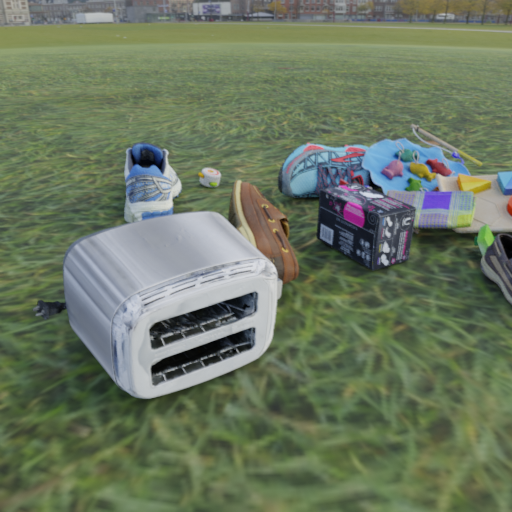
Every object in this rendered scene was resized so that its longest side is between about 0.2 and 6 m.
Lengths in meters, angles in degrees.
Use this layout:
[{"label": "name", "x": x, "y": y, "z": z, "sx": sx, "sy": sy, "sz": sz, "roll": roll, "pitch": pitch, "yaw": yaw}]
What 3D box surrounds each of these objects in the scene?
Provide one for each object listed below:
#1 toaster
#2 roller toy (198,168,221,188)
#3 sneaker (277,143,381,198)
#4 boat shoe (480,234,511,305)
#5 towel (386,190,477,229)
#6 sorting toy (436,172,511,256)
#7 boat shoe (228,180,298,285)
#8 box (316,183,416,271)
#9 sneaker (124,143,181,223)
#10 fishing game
[{"label": "toaster", "x": -1.066, "y": 0.536, "z": 6.831, "sx": 2.816, "sy": 1.600, "sz": 1.819, "roll": -14, "pitch": 31, "yaw": -32}, {"label": "roller toy", "x": -1.072, "y": -1.832, "z": 13.040, "sx": 0.496, "sy": 0.346, "sz": 0.452, "roll": 22, "pitch": 29, "yaw": 9}, {"label": "sneaker", "x": 1.857, "y": -1.814, "z": 12.221, "sx": 2.898, "sy": 1.149, "sz": 1.384, "roll": -15, "pitch": 31, "yaw": -27}, {"label": "boat shoe", "x": 4.017, "y": 0.276, "z": 8.325, "sx": 0.717, "sy": 0.706, "sz": 1.925, "roll": -8, "pitch": 30, "yaw": -13}, {"label": "towel", "x": 3.170, "y": -0.886, "z": 10.414, "sx": 1.665, "sy": 0.190, "sz": 1.196, "roll": 5, "pitch": 38, "yaw": 24}, {"label": "sorting toy", "x": 4.572, "y": -0.837, "z": 10.410, "sx": 2.049, "sy": 0.408, "sz": 2.772, "roll": 2, "pitch": 39, "yaw": 6}, {"label": "boat shoe", "x": 0.052, "y": -0.372, "z": 9.465, "sx": 0.986, "sy": 1.051, "sz": 2.921, "roll": 2, "pitch": 32, "yaw": -9}, {"label": "box", "x": 1.872, "y": -0.543, "z": 9.710, "sx": 0.883, "sy": 1.016, "sz": 1.538, "roll": -14, "pitch": 29, "yaw": -29}, {"label": "sneaker", "x": -2.215, "y": -1.818, "z": 11.980, "sx": 1.216, "sy": 1.344, "sz": 3.155, "roll": -4, "pitch": 25, "yaw": -9}, {"label": "fishing game", "x": 3.542, "y": -1.784, "z": 11.880, "sx": 2.626, "sy": 0.570, "sz": 3.668, "roll": 39, "pitch": 48, "yaw": 21}]
